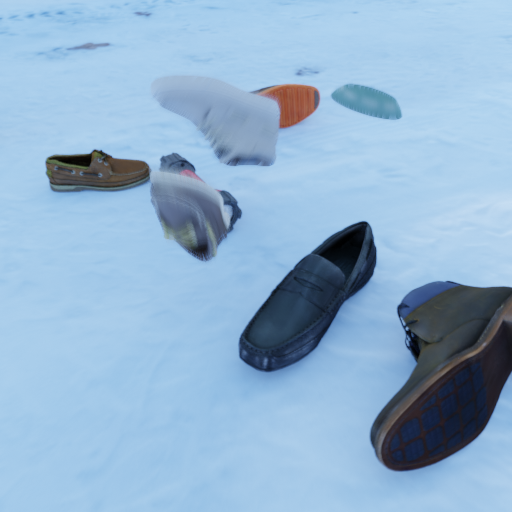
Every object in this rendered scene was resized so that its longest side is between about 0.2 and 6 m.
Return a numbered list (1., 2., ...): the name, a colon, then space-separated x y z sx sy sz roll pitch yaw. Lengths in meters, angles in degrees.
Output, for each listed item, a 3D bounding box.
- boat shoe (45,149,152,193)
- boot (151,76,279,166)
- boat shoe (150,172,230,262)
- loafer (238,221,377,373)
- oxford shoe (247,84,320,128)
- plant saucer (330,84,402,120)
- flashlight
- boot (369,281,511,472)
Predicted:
1. boat shoe: -3.491 -1.925 12.442 2.295 0.780 0.826 -8 38 -11
2. boot: -0.690 -2.519 10.920 2.878 1.375 1.059 3 -8 -35
3. boat shoe: -0.986 -0.524 8.319 0.945 2.629 0.783 14 81 9
4. loafer: 0.883 0.519 8.930 1.148 1.187 3.382 25 44 29
5. oxford shoe: 0.127 -4.046 14.944 3.280 1.169 1.196 -15 35 -18
6. plant saucer: 2.066 -2.886 10.324 1.376 0.247 1.376 12 30 -7
7. flashlight: -1.278 -1.397 11.688 0.871 0.868 2.565 -16 41 -29
8. boot: 2.520 1.492 7.956 3.732 1.394 1.809 -28 25 -28
